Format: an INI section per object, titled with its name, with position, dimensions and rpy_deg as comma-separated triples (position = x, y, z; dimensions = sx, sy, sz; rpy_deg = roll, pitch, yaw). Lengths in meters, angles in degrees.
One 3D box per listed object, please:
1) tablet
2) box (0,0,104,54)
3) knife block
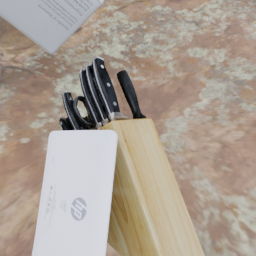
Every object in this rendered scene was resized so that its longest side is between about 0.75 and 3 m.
[tablet]
position = -0.729, 0.995, 3.560
dimensions = 1.274, 0.134, 1.958
rpy_deg = -1, 79, 37
[box]
position = -2.068, -3.972, 7.254
dimensions = 2.588, 2.217, 2.575
rpy_deg = 36, 42, -29
[knife block]
position = 0.026, 0.381, 4.186
dimensions = 2.837, 2.491, 0.908
rpy_deg = 28, 22, 38
